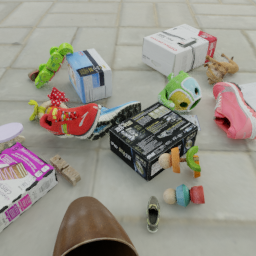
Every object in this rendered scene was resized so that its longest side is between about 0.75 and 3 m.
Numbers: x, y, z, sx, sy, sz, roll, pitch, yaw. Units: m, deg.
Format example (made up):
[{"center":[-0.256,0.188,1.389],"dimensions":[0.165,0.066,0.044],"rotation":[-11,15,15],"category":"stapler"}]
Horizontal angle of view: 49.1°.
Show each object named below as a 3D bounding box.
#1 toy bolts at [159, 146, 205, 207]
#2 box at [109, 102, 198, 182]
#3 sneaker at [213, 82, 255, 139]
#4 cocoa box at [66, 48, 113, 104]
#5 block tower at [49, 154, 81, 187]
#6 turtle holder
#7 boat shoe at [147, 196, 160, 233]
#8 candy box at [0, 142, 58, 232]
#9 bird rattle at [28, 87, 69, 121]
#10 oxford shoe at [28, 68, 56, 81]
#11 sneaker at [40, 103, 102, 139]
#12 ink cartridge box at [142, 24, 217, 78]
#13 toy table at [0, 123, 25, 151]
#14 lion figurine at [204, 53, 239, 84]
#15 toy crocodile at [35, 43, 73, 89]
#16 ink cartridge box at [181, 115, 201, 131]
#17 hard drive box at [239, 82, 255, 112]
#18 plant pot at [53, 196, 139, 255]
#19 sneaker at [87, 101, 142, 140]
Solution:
[{"center":[1.486,1.387,7.813],"dimensions":[1.089,1.500,1.570],"rotation":[-7,75,12],"category":"toy bolts"},{"center":[0.799,0.338,8.866],"dimensions":[2.186,0.941,1.790],"rotation":[-32,51,-30],"category":"box"},{"center":[3.506,-0.711,9.939],"dimensions":[1.244,1.057,2.869],"rotation":[-9,43,-7],"category":"sneaker"},{"center":[-1.582,-2.127,11.276],"dimensions":[1.273,1.294,1.940],"rotation":[-18,46,-18],"category":"cocoa box"},{"center":[-1.857,1.253,8.349],"dimensions":[0.332,0.310,1.147],"rotation":[-34,53,-30],"category":"block tower"},{"center":[1.905,-1.254,10.203],"dimensions":[1.293,1.383,1.821],"rotation":[44,22,19],"category":"turtle holder"},{"center":[0.668,2.193,7.332],"dimensions":[0.363,0.303,1.014],"rotation":[3,43,3],"category":"boat shoe"},{"center":[-3.427,1.651,7.578],"dimensions":[1.705,0.763,2.500],"rotation":[28,50,26],"category":"candy box"},{"center":[-2.777,-0.643,10.253],"dimensions":[1.672,0.942,1.363],"rotation":[-28,64,-39],"category":"bird rattle"},{"center":[-3.745,-2.559,12.357],"dimensions":[1.443,0.508,0.540],"rotation":[-29,45,-29],"category":"oxford shoe"},{"center":[-1.864,-0.236,8.591],"dimensions":[2.613,1.109,1.006],"rotation":[-14,58,43],"category":"sneaker"},{"center":[2.345,-3.639,12.931],"dimensions":[2.846,1.180,2.089],"rotation":[-28,50,-30],"category":"ink cartridge box"},{"center":[-3.891,0.347,9.090],"dimensions":[1.094,0.641,1.006],"rotation":[-16,45,-16],"category":"toy table"},{"center":[4.199,-2.625,12.210],"dimensions":[2.240,0.812,1.372],"rotation":[-19,48,-22],"category":"lion figurine"},{"center":[-3.083,-2.534,11.435],"dimensions":[0.708,2.292,0.774],"rotation":[27,24,-35],"category":"toy crocodile"},{"center":[2.077,-0.139,9.957],"dimensions":[0.860,0.175,0.859],"rotation":[1,43,1],"category":"ink cartridge box"},{"center":[4.792,-0.958,10.500],"dimensions":[1.293,0.637,1.659],"rotation":[-11,44,-11],"category":"hard drive box"},{"center":[-0.841,2.448,6.221],"dimensions":[1.771,1.771,1.895],"rotation":[-11,25,-11],"category":"plant pot"},{"center":[-0.610,-0.506,9.828],"dimensions":[2.397,0.939,1.078],"rotation":[-21,44,-22],"category":"sneaker"}]
